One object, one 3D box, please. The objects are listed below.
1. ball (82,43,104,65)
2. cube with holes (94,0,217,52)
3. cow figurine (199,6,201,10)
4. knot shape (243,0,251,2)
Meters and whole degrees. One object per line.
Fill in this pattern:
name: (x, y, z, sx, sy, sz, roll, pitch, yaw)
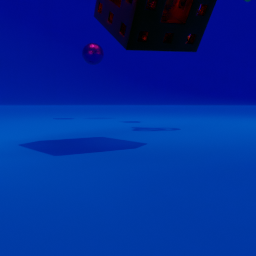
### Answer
ball: (-1.330, -2.809, 10.625, 0.819, 0.819, 0.819, 0, 5, 0)
cube with holes: (0.358, -1.805, 3.731, 1.145, 1.145, 1.145, -7, 42, -28)
cow figurine: (2.131, -4.082, 8.336, 0.618, 1.108, 1.126, -2, -8, -24)
knot shape: (2.183, -3.223, 5.883, 1.178, 0.544, 1.103, 35, -17, 20)
